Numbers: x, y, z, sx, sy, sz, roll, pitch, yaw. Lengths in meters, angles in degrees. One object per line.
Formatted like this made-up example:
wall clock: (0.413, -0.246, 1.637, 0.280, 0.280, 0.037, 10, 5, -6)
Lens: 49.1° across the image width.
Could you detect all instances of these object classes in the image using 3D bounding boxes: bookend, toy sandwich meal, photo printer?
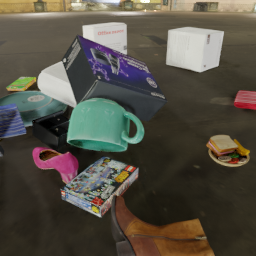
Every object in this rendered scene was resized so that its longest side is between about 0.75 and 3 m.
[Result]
bookend: (-1.965, 0.057, 8.026, 1.084, 0.499, 1.077, 30, 36, 28)
toy sandwich meal: (2.632, 0.574, 7.331, 1.125, 0.385, 1.125, 0, 28, 0)
photo printer: (-1.394, -1.536, 10.241, 2.869, 0.996, 2.387, 25, 35, 15)

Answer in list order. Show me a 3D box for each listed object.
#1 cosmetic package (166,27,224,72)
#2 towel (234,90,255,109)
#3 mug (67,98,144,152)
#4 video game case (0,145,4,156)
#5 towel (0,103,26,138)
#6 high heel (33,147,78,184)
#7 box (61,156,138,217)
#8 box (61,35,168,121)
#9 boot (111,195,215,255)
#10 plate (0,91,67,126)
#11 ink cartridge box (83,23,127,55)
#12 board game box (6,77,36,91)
cosmetic package: (3.526, -4.255, 14.955, 2.272, 1.872, 1.874, 25, 36, 38)
towel: (4.786, -1.075, 10.710, 1.246, 0.194, 1.723, 10, 27, 23)
mug: (-0.547, -0.067, 6.980, 1.777, 1.099, 1.460, 7, -15, -5)
video game case: (-4.254, 0.226, 6.627, 2.189, 1.563, 0.208, 6, 65, -7)
towel: (-3.394, -0.213, 7.680, 0.931, 0.153, 1.286, -13, 46, -27)
high heel: (-1.809, 0.633, 6.663, 0.621, 0.884, 1.843, -24, 36, -31)
box: (-0.580, 1.210, 6.206, 1.039, 0.303, 1.518, 15, 31, 27)
box: (-0.378, -1.420, 8.544, 2.775, 1.094, 1.959, 10, 47, -42)
boot: (0.527, 1.725, 4.972, 1.608, 0.551, 1.514, -5, 28, -10)
plate: (-3.697, -0.832, 10.045, 2.967, 0.379, 2.967, -1, 27, 1)
ink cartridge box: (-1.020, -3.518, 12.926, 1.786, 2.445, 1.031, -19, 33, -33)
board game box: (-4.683, -1.936, 12.337, 0.723, 0.227, 1.513, 2, 25, 5)
